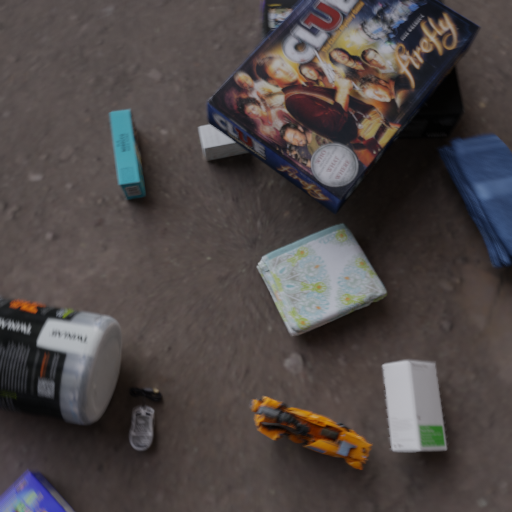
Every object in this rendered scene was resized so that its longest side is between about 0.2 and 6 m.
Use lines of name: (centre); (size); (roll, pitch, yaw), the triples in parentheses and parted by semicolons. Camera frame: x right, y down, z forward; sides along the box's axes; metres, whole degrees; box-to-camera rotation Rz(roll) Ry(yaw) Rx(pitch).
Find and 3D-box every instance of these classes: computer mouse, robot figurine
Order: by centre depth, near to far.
robot figurine: (0.834, 2.939, 9.468); (2.028, 1.471, 0.590); (19, 81, 1)
computer mouse: (-2.042, 2.930, 10.074); (0.600, 0.240, 1.095); (4, 65, -4)

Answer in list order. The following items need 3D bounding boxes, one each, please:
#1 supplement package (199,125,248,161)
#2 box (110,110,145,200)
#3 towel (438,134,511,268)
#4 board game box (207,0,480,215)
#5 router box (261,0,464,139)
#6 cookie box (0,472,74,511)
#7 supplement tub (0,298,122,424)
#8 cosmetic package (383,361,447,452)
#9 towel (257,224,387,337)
supplement package: (-0.672, -2.441, 11.793); (0.952, 0.558, 0.556); (-11, 71, -4)
box: (-2.657, -2.092, 11.595); (0.423, 0.709, 1.722); (-10, 71, -4)
towel: (4.842, -1.134, 11.172); (1.547, 0.673, 2.772); (-12, 68, -25)
board game box: (1.691, -3.499, 10.878); (3.134, 0.800, 4.626); (37, 76, 10)
router box: (2.139, -4.104, 12.115); (4.011, 1.048, 3.154); (-1, 70, 0)
cookie box: (-3.695, 4.562, 9.318); (1.421, 0.534, 1.216); (41, 75, 13)
supplement tub: (-4.011, 1.725, 9.639); (3.024, 1.853, 1.853); (10, 71, 2)
cosmetic package: (2.758, 2.633, 9.803); (0.801, 0.631, 1.488); (11, 68, -35)
towel: (1.215, 0.439, 10.750); (2.002, 0.482, 1.714); (-23, 66, -5)
